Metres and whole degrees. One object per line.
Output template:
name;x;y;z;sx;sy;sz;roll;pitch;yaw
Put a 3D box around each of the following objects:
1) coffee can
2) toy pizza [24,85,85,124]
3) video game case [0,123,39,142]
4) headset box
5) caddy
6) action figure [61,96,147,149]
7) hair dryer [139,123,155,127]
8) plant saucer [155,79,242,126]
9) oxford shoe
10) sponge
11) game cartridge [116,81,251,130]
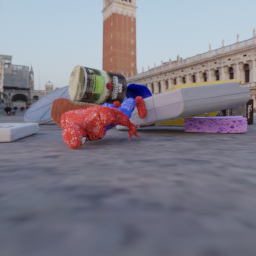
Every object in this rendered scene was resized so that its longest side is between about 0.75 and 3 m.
coffee can;-0.859;-1.161;7.939;1.358;0.994;0.994;4;0;-37
toy pizza;-2.833;-0.933;11.491;2.946;0.467;2.946;-17;30;10
video game case;-2.596;0.057;4.683;1.805;0.218;1.980;0;4;-7
headset box;3.871;-0.690;11.954;2.671;1.002;1.985;1;3;21
caddy;0.354;-1.268;14.571;1.469;1.979;2.799;-6;-1;37
action figure;-0.295;-0.106;4.180;0.818;0.646;2.499;-5;6;17
hair dryer;0.508;-0.243;9.185;1.104;0.394;1.450;0;3;-16
plant saucer;2.242;-0.841;10.115;2.922;0.708;2.923;2;29;44
oxford shoe;-1.397;-0.373;8.275;2.433;0.861;0.898;16;8;39
sponge;2.154;-0.113;6.816;1.264;0.338;2.266;0;2;20
game cartridge;0.884;-0.417;6.279;1.968;0.597;2.951;-6;-2;-25
